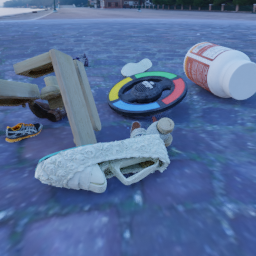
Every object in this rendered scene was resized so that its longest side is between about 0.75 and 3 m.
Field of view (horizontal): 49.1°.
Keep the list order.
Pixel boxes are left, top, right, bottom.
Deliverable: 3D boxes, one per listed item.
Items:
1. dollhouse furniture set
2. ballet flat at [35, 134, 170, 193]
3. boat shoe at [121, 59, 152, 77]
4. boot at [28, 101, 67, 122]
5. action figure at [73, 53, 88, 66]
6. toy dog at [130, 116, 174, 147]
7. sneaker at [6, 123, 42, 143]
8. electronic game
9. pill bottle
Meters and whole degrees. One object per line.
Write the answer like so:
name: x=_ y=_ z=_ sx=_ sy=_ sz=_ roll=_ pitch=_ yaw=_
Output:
dollhouse furniture set: x=-1.989 y=-0.278 z=6.447 sx=2.389 sy=1.947 sz=2.272 roll=-16 pitch=1 yaw=11
ballet flat: x=-0.316 y=0.680 z=5.022 sx=2.534 sy=0.909 sz=0.909 roll=-12 pitch=28 yaw=-24
boat shoe: x=0.324 y=-2.531 z=12.314 sx=1.805 sy=0.657 sz=0.558 roll=-32 pitch=-4 yaw=-38
boot: x=-2.054 y=-0.687 z=8.287 sx=1.258 sy=0.433 sz=1.350 roll=27 pitch=37 yaw=22
action figure: x=-2.782 y=-3.232 z=13.614 sx=1.615 sy=0.560 sz=1.051 roll=-14 pitch=34 yaw=-20
toy dog: x=0.353 y=0.125 z=6.180 sx=1.446 sy=0.954 sz=0.697 roll=-7 pitch=47 yaw=-35
sneaker: x=-2.522 y=0.036 z=6.839 sx=0.377 sy=0.372 sz=0.964 roll=16 pitch=28 yaw=34
electronic game: x=0.558 y=-1.106 z=8.520 sx=2.450 sy=0.510 sz=2.450 roll=-9 pitch=35 yaw=6
pill bottle: x=3.201 y=-1.981 z=9.714 sx=1.578 sy=1.578 sz=2.814 roll=-7 pitch=27 yaw=-14
